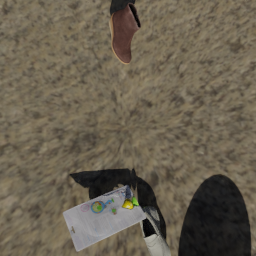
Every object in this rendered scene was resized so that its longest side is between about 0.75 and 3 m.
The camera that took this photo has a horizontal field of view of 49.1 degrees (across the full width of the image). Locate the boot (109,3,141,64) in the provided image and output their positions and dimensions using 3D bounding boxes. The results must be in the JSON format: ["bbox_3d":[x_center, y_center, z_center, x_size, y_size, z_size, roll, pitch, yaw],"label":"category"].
[{"bbox_3d":[-0.032,-2.838,8.604,0.580,1.333,1.602,-26,103,-28],"label":"boot"}]

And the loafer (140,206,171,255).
[{"bbox_3d":[0.613,2.751,6.950,0.554,0.553,1.584,-36,59,32],"label":"loafer"}]

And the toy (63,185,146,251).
[{"bbox_3d":[-0.574,2.246,7.011,1.809,0.427,1.042,-22,52,-16],"label":"toy"}]
